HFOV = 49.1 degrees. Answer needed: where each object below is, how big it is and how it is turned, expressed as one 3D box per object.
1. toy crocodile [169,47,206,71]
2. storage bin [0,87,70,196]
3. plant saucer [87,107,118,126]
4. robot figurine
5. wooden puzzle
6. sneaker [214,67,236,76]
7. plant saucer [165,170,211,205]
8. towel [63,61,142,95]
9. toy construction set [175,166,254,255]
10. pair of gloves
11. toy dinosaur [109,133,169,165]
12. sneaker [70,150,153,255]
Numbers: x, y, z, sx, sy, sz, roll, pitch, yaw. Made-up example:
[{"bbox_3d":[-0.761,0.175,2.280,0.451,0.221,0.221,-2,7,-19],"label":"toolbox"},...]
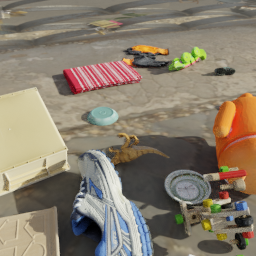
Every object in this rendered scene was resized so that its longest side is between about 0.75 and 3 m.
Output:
[{"bbox_3d":[2.733,-3.107,12.866,2.346,0.724,0.792,-34,7,-37],"label":"toy crocodile"},{"bbox_3d":[-2.921,0.314,7.062,2.195,1.036,2.211,-20,62,-25],"label":"storage bin"},{"bbox_3d":[-0.861,-0.452,9.485,1.062,0.191,1.062,0,36,0],"label":"plant saucer"},{"bbox_3d":[2.997,0.371,6.889,1.689,2.083,2.896,-6,40,17],"label":"robot figurine"},{"bbox_3d":[-2.092,2.303,5.478,1.502,0.348,1.391,-12,36,-9],"label":"wooden puzzle"},{"bbox_3d":[4.213,-2.497,12.311,0.984,0.371,0.390,1,23,-13],"label":"sneaker"},{"bbox_3d":[1.413,1.461,6.695,1.085,0.272,1.085,0,35,0],"label":"plant saucer"},{"bbox_3d":[-1.142,-2.213,11.866,2.933,0.330,2.121,-13,37,-19],"label":"towel"},{"bbox_3d":[1.589,1.572,5.464,1.299,1.691,1.410,-7,22,1],"label":"toy construction set"},{"bbox_3d":[0.914,-3.579,13.824,2.241,0.311,2.515,5,36,7],"label":"pair of gloves"},{"bbox_3d":[0.134,0.615,7.450,1.882,0.569,1.000,-16,65,14],"label":"toy dinosaur"},{"bbox_3d":[-0.689,1.543,5.884,1.263,1.142,2.965,-19,39,-19],"label":"sneaker"}]
